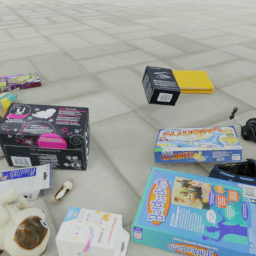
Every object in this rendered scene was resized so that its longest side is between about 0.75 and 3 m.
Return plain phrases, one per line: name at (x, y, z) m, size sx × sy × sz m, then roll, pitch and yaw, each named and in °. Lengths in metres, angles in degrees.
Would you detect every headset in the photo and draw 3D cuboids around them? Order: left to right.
headset at (4.648, -0.061, 10.428) m, size 1.811 × 0.851 × 1.118 m, roll 32°, pitch 43°, yaw 23°

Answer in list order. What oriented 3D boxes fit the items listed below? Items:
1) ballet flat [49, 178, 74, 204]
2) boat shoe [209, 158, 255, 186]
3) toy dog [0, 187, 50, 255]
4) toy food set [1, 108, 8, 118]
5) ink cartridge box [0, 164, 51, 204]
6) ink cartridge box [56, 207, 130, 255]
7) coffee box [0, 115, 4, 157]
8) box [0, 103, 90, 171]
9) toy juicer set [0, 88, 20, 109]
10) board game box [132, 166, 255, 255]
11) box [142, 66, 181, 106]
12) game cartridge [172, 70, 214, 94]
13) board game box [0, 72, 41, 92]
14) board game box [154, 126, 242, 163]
ballet flat at (-1.816, 1.781, 8.009) m, size 0.341 × 0.337 × 1.003 m, roll 46°, pitch 46°, yaw -8°
boat shoe at (3.670, 1.364, 8.189) m, size 2.582 × 0.886 × 1.087 m, roll -8°, pitch 33°, yaw -13°
toy dog at (-2.848, 2.335, 6.273) m, size 2.131 × 1.487 × 2.066 m, roll 0°, pitch 46°, yaw 0°
toy food set at (-4.673, -0.570, 11.657) m, size 1.205 × 0.350 × 1.745 m, roll -3°, pitch 33°, yaw -5°
ink cartridge box at (-3.322, 1.675, 8.173) m, size 2.200 × 0.431 × 1.094 m, roll -8°, pitch 34°, yaw -9°
ink cartridge box at (-0.740, 2.536, 6.395) m, size 1.459 × 0.913 × 0.938 m, roll 6°, pitch 34°, yaw 9°
coffee box at (-5.311, 0.546, 9.104) m, size 2.741 × 1.094 × 1.549 m, roll -30°, pitch 43°, yaw -30°
box at (-2.508, 0.289, 8.905) m, size 2.494 × 1.648 × 1.431 m, roll 4°, pitch 44°, yaw -2°
toy juicer set at (-5.555, -1.160, 12.546) m, size 1.212 × 0.519 × 1.906 m, roll -21°, pitch 26°, yaw 5°
board game box at (1.790, 2.168, 7.177) m, size 2.950 × 0.664 × 2.243 m, roll 10°, pitch 35°, yaw 14°
box at (1.196, -1.569, 10.392) m, size 1.062 × 0.749 × 1.436 m, roll 4°, pitch 44°, yaw -14°
game cartridge at (3.195, -2.424, 14.532) m, size 2.054 × 0.378 × 2.330 m, roll 1°, pitch 31°, yaw 2°
board game box at (-5.794, -2.363, 14.436) m, size 2.398 × 0.387 × 1.439 m, roll -12°, pitch 39°, yaw -18°
board game box at (2.262, 0.518, 9.280) m, size 2.617 × 0.451 × 1.771 m, roll -3°, pitch 22°, yaw 14°
